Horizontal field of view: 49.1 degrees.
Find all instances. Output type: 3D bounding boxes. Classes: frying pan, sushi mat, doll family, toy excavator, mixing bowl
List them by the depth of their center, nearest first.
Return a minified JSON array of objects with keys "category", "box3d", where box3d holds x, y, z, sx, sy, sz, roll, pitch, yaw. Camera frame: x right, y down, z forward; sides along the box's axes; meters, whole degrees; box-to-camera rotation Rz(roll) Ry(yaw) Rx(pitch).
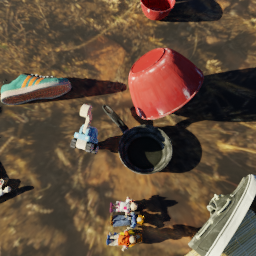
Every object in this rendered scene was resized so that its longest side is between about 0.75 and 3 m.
[{"category":"sushi mat","box3d":[2.297,3.220,6.624,2.774,0.168,1.327,-30,68,-14]},{"category":"doll family","box3d":[-0.021,2.411,6.881,0.836,0.607,1.346,-3,46,6]},{"category":"toy excavator","box3d":[-1.092,0.035,7.434,0.581,1.130,1.163,13,83,15]},{"category":"mixing bowl","box3d":[0.826,-1.393,7.626,2.149,1.164,2.149,-29,30,18]},{"category":"frying pan","box3d":[0.042,0.418,7.887,2.455,0.400,1.485,23,65,13]},{"category":"mixing bowl","box3d":[1.004,-4.347,10.059,1.244,0.674,1.244,2,63,-4]}]

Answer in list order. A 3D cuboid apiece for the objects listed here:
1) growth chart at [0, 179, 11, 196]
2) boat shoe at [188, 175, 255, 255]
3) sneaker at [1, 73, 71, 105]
[{"category":"growth chart","box3d":[-4.333,1.253,7.590,1.602,0.196,2.214,-32,67,-14]},{"category":"boat shoe","box3d":[2.370,1.998,6.810,0.790,0.878,2.483,32,64,22]},{"category":"sneaker","box3d":[-2.829,-1.347,8.546,2.125,0.758,0.849,-11,69,-4]}]
